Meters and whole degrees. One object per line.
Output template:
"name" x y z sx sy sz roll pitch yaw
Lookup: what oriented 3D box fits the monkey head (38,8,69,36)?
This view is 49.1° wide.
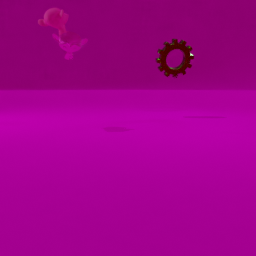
"monkey head" -2.140 -3.149 8.347 1.067 0.768 0.643 -6 5 33

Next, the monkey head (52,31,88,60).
"monkey head" -1.679 -2.397 8.091 1.012 0.610 0.728 4 -36 -15

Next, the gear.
"gear" 1.921 -2.852 11.503 1.540 1.540 0.285 -2 26 -10
